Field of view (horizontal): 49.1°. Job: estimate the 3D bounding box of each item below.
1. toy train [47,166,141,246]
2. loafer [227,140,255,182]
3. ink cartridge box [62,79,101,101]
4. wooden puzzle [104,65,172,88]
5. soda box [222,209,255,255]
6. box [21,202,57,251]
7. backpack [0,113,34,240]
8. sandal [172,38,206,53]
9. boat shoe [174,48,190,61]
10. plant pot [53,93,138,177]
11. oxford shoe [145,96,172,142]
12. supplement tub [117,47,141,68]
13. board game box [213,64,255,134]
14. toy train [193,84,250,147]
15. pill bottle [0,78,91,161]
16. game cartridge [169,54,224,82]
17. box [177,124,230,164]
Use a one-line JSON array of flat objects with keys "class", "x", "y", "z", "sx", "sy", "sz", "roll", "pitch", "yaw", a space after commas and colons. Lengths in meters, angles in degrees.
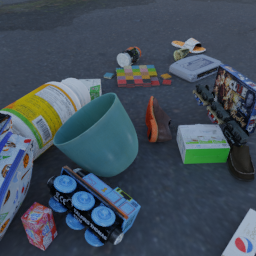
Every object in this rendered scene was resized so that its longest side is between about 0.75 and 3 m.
[{"class": "toy train", "x": -0.751, "y": 1.537, "z": 5.786, "sx": 1.962, "sy": 0.851, "sz": 1.121, "roll": 33, "pitch": 30, "yaw": 23}, {"class": "loafer", "x": 2.915, "y": 0.712, "z": 7.376, "sx": 0.594, "sy": 0.581, "sz": 1.627, "roll": 1, "pitch": 37, "yaw": 1}, {"class": "ink cartridge box", "x": -1.698, "y": -1.266, "z": 10.023, "sx": 1.442, "sy": 0.599, "sz": 1.057, "roll": -3, "pitch": 36, "yaw": -2}, {"class": "wooden puzzle", "x": 0.392, "y": -2.168, "z": 11.585, "sx": 2.790, "sy": 0.196, "sz": 1.654, "roll": -3, "pitch": 37, "yaw": -4}, {"class": "soda box", "x": 2.294, "y": 2.229, "z": 5.459, "sx": 0.460, "sy": 0.430, "sz": 1.352, "roll": 27, "pitch": 45, "yaw": 32}, {"class": "box", "x": -1.727, "y": 1.933, "z": 5.499, "sx": 0.408, "sy": 0.855, "sz": 0.426, "roll": 17, "pitch": 40, "yaw": 21}, {"class": "backpack", "x": -3.092, "y": 1.154, "z": 5.373, "sx": 2.112, "sy": 2.742, "sz": 2.612, "roll": 19, "pitch": 42, "yaw": 3}, {"class": "sandal", "x": 3.007, "y": -4.256, "z": 14.110, "sx": 1.908, "sy": 0.547, "sz": 0.731, "roll": 30, "pitch": 46, "yaw": 34}, {"class": "boat shoe", "x": 2.502, "y": -3.465, "z": 13.077, "sx": 0.388, "sy": 0.450, "sz": 1.233, "roll": -8, "pitch": 19, "yaw": 38}, {"class": "plant pot", "x": -0.617, "y": 0.294, "z": 6.839, "sx": 1.850, "sy": 1.485, "sz": 1.850, "roll": -31, "pitch": 23, "yaw": 15}, {"class": "oxford shoe", "x": 0.950, "y": -0.268, "z": 8.722, "sx": 0.703, "sy": 0.690, "sz": 1.938, "roll": 6, "pitch": 45, "yaw": -6}, {"class": "supplement tub", "x": 0.074, "y": -3.212, "z": 12.582, "sx": 0.698, "sy": 0.698, "sz": 1.140, "roll": 21, "pitch": 41, "yaw": 26}, {"class": "board game box", "x": 3.403, "y": -0.968, "z": 8.850, "sx": 0.359, "sy": 1.406, "sz": 2.075, "roll": -6, "pitch": 34, "yaw": -15}, {"class": "toy train", "x": 2.532, "y": -0.412, "z": 7.886, "sx": 0.426, "sy": 0.571, "sz": 2.495, "roll": -11, "pitch": 46, "yaw": -14}, {"class": "pill bottle", "x": -2.322, "y": -0.393, "z": 8.072, "sx": 1.528, "sy": 1.528, "sz": 2.751, "roll": 18, "pitch": 40, "yaw": 23}, {"class": "game cartridge", "x": 2.887, "y": -2.618, "z": 12.047, "sx": 2.144, "sy": 0.438, "sz": 1.427, "roll": -24, "pitch": 46, "yaw": -29}, {"class": "box", "x": 2.043, "y": 0.416, "z": 7.780, "sx": 1.187, "sy": 0.574, "sz": 1.048, "roll": -2, "pitch": 37, "yaw": -3}]
